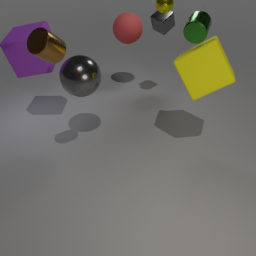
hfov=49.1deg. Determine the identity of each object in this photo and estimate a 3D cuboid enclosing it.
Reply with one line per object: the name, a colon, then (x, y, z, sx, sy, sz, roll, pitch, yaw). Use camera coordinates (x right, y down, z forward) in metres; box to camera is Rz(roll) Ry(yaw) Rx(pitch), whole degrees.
cylinder: (-2.047, -2.058, 7.064, 0.700, 0.700, 0.700, 19, 0, 27)
cube: (1.464, -4.487, 11.753, 0.700, 0.700, 0.700, -44, 59, -11)
cube: (2.478, -1.953, 9.048, 1.400, 1.400, 1.400, -24, 13, 25)
ball: (1.402, -4.767, 10.760, 0.700, 0.700, 0.700, 0, 33, 0)
ball: (-0.012, -4.679, 13.169, 1.400, 1.400, 1.400, 0, 33, 0)
cube: (-3.525, -2.889, 10.306, 1.400, 1.400, 1.400, -7, 42, 10)
ball: (-1.608, -1.752, 9.493, 1.400, 1.400, 1.400, 0, 33, 0)
cylinder: (2.070, -2.998, 8.334, 0.700, 0.700, 0.700, 13, 50, 19)
